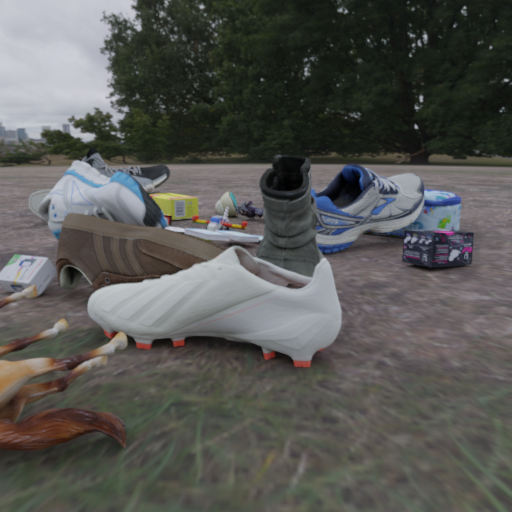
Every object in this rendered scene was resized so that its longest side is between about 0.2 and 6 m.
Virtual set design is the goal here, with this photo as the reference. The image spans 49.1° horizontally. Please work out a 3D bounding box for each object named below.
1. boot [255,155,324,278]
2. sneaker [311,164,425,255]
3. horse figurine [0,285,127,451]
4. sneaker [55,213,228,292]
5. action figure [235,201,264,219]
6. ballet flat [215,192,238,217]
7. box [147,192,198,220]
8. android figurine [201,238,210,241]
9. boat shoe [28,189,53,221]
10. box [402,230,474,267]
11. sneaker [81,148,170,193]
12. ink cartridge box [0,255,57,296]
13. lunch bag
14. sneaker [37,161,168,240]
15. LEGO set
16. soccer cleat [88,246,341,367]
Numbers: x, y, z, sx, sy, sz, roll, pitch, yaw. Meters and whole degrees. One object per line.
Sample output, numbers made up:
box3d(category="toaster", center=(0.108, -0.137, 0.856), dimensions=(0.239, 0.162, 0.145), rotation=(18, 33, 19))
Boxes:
box3d(category="boot", center=(0.547, -0.412, 7.642), dimensions=(1.056, 2.038, 3.120), rotation=(4, 18, 5))
box3d(category="sneaker", center=(2.351, -1.236, 11.747), dimensions=(3.443, 1.466, 1.326), rotation=(-25, 40, -29))
box3d(category="horse figurine", center=(-2.229, 0.988, 4.761), dimensions=(2.658, 0.663, 1.761), rotation=(19, 33, 41))
box3d(category="sneaker", center=(-1.584, 0.182, 7.834), dimensions=(3.106, 1.173, 1.094), rotation=(11, -2, 34))
box3d(category="action figure", center=(0.110, -1.244, 15.694), dimensions=(1.603, 0.556, 1.043), rotation=(13, 11, 37))
box3d(category="ballet flat", center=(-0.920, -1.501, 17.061), dimensions=(0.723, 0.723, 2.082), rotation=(-1, 10, -2))
box3d(category="box", center=(-2.746, -1.527, 16.850), dimensions=(0.964, 0.642, 2.561), rotation=(-8, 14, -33))
box3d(category="android figurine", center=(-1.423, -0.394, 12.634), dimensions=(0.884, 0.181, 0.804), rotation=(7, 13, 40))
box3d(category="boat shoe", center=(-4.801, -1.369, 15.326), dimensions=(2.630, 0.985, 0.813), rotation=(1, 13, -2))
box3d(category="box", center=(3.318, -0.148, 10.248), dimensions=(1.098, 0.630, 0.726), rotation=(-1, 7, -31))
box3d(category="sneaker", center=(-4.211, -2.544, 16.862), dimensions=(3.067, 1.771, 1.151), rotation=(-27, 24, -16))
box3d(category="ink cartridge box", center=(-3.448, 0.284, 8.427), dimensions=(0.723, 0.316, 0.525), rotation=(6, 51, 26))
box3d(category="lunch bag", center=(3.606, -1.131, 14.017), dimensions=(2.688, 1.108, 2.161), rotation=(11, 13, 38))
box3d(category="sneaker", center=(-2.703, -0.668, 9.453), dimensions=(1.378, 1.192, 3.179), rotation=(-46, 36, -23))
box3d(category="LEGO set", center=(-1.000, -0.772, 12.906), dimensions=(2.156, 0.708, 2.887), rotation=(2, 8, -38))
box3d(category="soccer cleat", center=(-0.530, 0.434, 6.274), dimensions=(3.005, 1.166, 1.041), rotation=(4, 16, 19))
